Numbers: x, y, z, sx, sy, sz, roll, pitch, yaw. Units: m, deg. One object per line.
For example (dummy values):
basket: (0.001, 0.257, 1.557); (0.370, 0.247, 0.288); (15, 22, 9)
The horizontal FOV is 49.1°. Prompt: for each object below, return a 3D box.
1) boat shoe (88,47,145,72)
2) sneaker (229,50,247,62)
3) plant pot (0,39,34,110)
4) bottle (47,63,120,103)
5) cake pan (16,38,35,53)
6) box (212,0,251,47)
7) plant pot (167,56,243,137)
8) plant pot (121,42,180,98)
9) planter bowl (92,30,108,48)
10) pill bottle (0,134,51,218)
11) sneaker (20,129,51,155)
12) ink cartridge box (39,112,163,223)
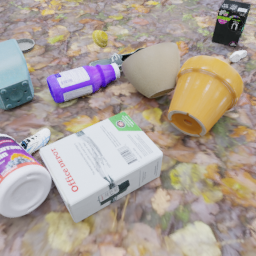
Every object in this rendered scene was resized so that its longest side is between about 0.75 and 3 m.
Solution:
boat shoe: (-0.415, -3.018, 12.415); (2.852, 0.881, 1.038); (-9, 48, -8)
sneaker: (5.056, -3.395, 13.168); (1.092, 0.411, 0.483); (-24, 38, -27)
plant pot: (-4.664, -1.854, 10.760); (1.915, 1.921, 1.956); (-27, 60, -23)
bottle: (-1.754, -1.933, 11.376); (2.886, 0.942, 1.205); (-21, 48, -18)
cake pan: (-5.177, -4.056, 13.832); (1.143, 0.210, 1.143); (0, 47, 0)
box: (5.037, -5.124, 13.744); (1.316, 1.772, 1.101); (21, 51, 18)
plant pot: (2.490, -0.940, 9.801); (2.311, 2.311, 2.116); (25, 68, 21)
plant pot: (1.064, -2.055, 10.909); (2.306, 2.306, 1.548); (-17, 84, -15)
planter bowl: (-1.098, -3.862, 11.928); (0.338, 0.811, 0.811); (-19, 29, 46)
pill bottle: (-3.468, 1.083, 7.768); (2.679, 1.493, 1.493); (31, 54, 33)
sneaker: (-3.213, 0.498, 9.415); (0.559, 0.563, 1.555); (25, 51, 23)
ink cartridge box: (-0.798, 1.057, 8.417); (2.978, 1.237, 2.183); (-24, 52, -21)
